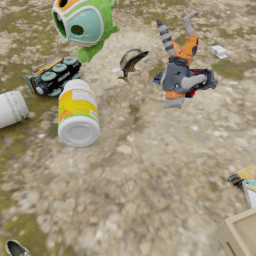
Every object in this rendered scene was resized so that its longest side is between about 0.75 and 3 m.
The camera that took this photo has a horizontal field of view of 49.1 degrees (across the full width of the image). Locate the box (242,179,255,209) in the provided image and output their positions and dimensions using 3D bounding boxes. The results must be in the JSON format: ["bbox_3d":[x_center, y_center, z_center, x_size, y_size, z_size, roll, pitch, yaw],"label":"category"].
[{"bbox_3d":[4.132,1.976,8.030,1.434,0.261,1.035,-2,60,-3],"label":"box"}]

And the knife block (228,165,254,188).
[{"bbox_3d":[3.479,1.461,8.679,0.743,0.271,0.847,15,48,13],"label":"knife block"}]

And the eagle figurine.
[{"bbox_3d":[0.104,-2.072,9.080,0.899,1.185,0.894,28,15,21],"label":"eagle figurine"}]

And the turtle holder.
[{"bbox_3d":[-1.416,-3.332,8.737,1.650,2.323,1.765,-33,84,-21],"label":"turtle holder"}]

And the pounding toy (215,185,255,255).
[{"bbox_3d":[3.398,2.469,7.101,2.151,0.984,1.890,-16,55,-16],"label":"pounding toy"}]

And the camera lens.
[{"bbox_3d":[-4.457,-0.653,10.153,1.408,1.127,1.127,-24,50,-21],"label":"camera lens"}]

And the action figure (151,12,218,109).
[{"bbox_3d":[1.189,-1.731,7.958,1.307,2.417,2.499,-6,6,-35],"label":"action figure"}]

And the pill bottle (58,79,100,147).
[{"bbox_3d":[-1.776,-0.628,9.982,1.360,1.360,2.448,-7,45,-6],"label":"pill bottle"}]

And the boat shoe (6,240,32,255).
[{"bbox_3d":[-2.627,3.200,6.919,1.142,0.341,0.408,30,52,26],"label":"boat shoe"}]

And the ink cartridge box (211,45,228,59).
[{"bbox_3d":[4.536,-3.775,13.851,0.456,0.263,0.787,-20,49,-19],"label":"ink cartridge box"}]

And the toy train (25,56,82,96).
[{"bbox_3d":[-3.115,-2.278,11.901,1.435,1.073,2.518,17,47,29],"label":"toy train"}]
